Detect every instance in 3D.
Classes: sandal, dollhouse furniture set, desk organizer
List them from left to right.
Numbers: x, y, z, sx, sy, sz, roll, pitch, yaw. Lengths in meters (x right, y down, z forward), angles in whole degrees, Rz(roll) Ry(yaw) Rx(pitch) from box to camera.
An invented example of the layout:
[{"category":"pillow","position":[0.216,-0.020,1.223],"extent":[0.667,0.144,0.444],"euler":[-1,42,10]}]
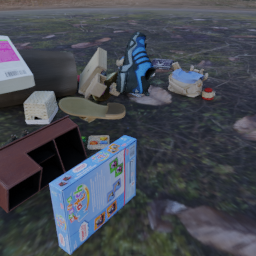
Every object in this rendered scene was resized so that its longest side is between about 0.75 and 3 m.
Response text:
[{"category":"desk organizer","position":[-2.017,0.720,6.458],"extent":[0.955,0.890,2.481],"euler":[35,41,19]},{"category":"sandal","position":[-1.078,-0.398,8.464],"extent":[2.030,0.668,0.744],"euler":[6,48,7]},{"category":"dollhouse furniture set","position":[-0.518,-1.581,11.323],"extent":[2.487,1.623,2.347],"euler":[21,45,-27]}]

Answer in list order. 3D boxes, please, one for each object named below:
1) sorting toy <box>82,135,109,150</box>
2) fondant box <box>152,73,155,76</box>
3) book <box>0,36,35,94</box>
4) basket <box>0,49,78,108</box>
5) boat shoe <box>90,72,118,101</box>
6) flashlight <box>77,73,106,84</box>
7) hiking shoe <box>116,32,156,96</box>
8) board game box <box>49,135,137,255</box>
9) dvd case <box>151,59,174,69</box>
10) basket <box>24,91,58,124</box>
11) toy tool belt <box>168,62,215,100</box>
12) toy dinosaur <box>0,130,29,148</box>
[{"category":"sorting toy","position":[-0.989,0.389,8.070],"extent":[0.902,0.133,0.667],"euler":[-1,28,-3]},{"category":"fondant box","position":[0.623,-2.664,13.540],"extent":[1.145,0.333,0.826],"euler":[-23,36,-35]},{"category":"book","position":[-3.812,-1.773,7.647],"extent":[1.740,0.626,2.605],"euler":[-18,46,-26]},{"category":"basket","position":[-3.567,-2.014,10.683],"extent":[2.945,2.003,2.655],"euler":[-8,45,-23]},{"category":"boat shoe","position":[-1.018,-1.643,11.312],"extent":[0.705,0.796,2.176],"euler":[-2,24,26]},{"category":"flashlight","position":[-1.980,-2.194,12.298],"extent":[2.034,0.691,0.689],"euler":[1,29,2]},{"category":"hiking shoe","position":[0.334,-1.865,8.286],"extent":[1.008,0.865,2.325],"euler":[15,60,-1]},{"category":"board game box","position":[-0.527,1.166,5.236],"extent":[0.351,1.449,1.916],"euler":[20,34,32]},{"category":"dvd case","position":[1.819,-3.517,15.343],"extent":[1.173,0.126,1.578],"euler":[8,29,14]},{"category":"basket","position":[-2.932,-0.716,9.479],"extent":[0.819,0.746,1.209],"euler":[0,29,2]},{"category":"toy tool belt","position":[2.561,-1.912,11.218],"extent":[1.949,1.198,1.217],"euler":[22,35,35]},{"category":"toy dinosaur","position":[-2.967,0.520,7.303],"extent":[1.693,0.652,0.866],"euler":[-2,22,-10]}]
